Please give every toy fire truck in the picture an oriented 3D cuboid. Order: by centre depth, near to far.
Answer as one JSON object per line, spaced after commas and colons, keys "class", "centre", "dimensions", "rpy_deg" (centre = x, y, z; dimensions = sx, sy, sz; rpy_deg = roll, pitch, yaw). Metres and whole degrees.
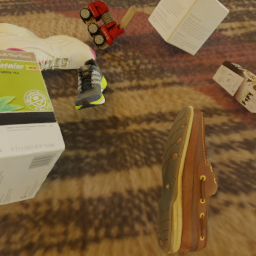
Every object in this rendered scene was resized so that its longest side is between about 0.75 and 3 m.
{"class": "toy fire truck", "centre": [-0.573, -3.352, 8.619], "dimensions": [1.510, 0.971, 1.329], "rpy_deg": [-28, 97, 2]}

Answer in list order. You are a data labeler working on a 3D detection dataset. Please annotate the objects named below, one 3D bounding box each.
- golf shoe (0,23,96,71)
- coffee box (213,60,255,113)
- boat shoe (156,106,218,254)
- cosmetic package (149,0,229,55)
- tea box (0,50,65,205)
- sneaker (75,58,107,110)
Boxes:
{"class": "golf shoe", "centre": [-2.331, -1.951, 7.805], "dimensions": [2.884, 1.086, 1.320], "rpy_deg": [6, 52, -17]}
{"class": "coffee box", "centre": [3.037, -1.074, 7.246], "dimensions": [0.835, 0.589, 1.477], "rpy_deg": [-2, 43, -40]}
{"class": "boat shoe", "centre": [1.146, 0.940, 5.195], "dimensions": [0.897, 0.956, 2.656], "rpy_deg": [8, 84, -9]}
{"class": "cosmetic package", "centre": [1.807, -3.430, 8.541], "dimensions": [1.363, 1.653, 1.364], "rpy_deg": [11, 39, -40]}
{"class": "tea box", "centre": [-2.398, 0.063, 5.101], "dimensions": [1.453, 2.174, 2.139], "rpy_deg": [-6, 62, -37]}
{"class": "sneaker", "centre": [-1.003, -1.091, 6.933], "dimensions": [0.743, 0.814, 2.011], "rpy_deg": [-15, 30, 5]}
